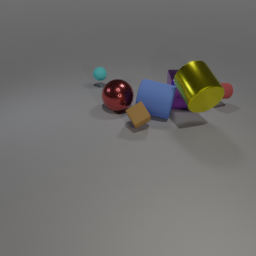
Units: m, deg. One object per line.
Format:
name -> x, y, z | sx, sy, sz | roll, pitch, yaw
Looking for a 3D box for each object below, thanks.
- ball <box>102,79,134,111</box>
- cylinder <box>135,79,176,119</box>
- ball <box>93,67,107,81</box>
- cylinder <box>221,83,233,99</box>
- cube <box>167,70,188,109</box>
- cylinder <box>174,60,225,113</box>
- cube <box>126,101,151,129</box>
ball -> -0.445, -1.421, 12.187 | 1.400, 1.400, 1.400 | 0, 31, 0
cylinder -> 1.159, -1.211, 11.680 | 1.400, 1.400, 1.400 | 15, 33, 10
ball -> -1.440, -2.769, 14.350 | 0.700, 0.700, 0.700 | 0, 31, 0
cylinder -> 4.137, -1.636, 12.373 | 0.700, 0.700, 0.700 | -5, 30, -28
cube -> 2.552, -1.781, 12.808 | 1.400, 1.400, 1.400 | 0, 31, 0
cylinder -> 2.599, -1.520, 10.355 | 1.400, 1.400, 1.400 | -10, 55, -16
cube -> 0.407, -0.487, 10.800 | 0.700, 0.700, 0.700 | -31, 77, -1
